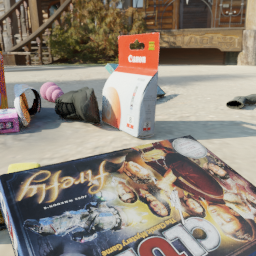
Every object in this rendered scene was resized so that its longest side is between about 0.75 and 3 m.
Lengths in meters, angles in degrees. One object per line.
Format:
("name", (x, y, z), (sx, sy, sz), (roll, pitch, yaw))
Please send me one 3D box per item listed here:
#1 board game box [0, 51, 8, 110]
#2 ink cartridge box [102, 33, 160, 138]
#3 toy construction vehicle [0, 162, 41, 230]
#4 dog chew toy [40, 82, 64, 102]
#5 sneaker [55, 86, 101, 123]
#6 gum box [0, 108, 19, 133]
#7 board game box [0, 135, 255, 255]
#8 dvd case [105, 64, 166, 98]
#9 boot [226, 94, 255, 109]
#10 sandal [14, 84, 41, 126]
("board game box", (-5.869, -1.553, 9.739), (2.178, 2.177, 2.179), (3, 16, 10))
("ink cartridge box", (-0.016, -1.235, 7.774), (0.658, 2.626, 2.130), (-9, 18, -30))
("toy construction vehicle", (-2.177, 1.007, 2.790), (2.747, 0.967, 2.392), (-4, 16, -16))
("dog chew toy", (-3.262, -1.513, 12.306), (0.850, 0.850, 1.365), (-13, 28, -39))
("sneaker", (-1.696, -0.679, 9.136), (1.355, 1.134, 2.986), (-14, 11, -13))
("gum box", (-3.617, -0.210, 8.163), (0.754, 0.440, 1.329), (-7, 18, -22))
("board game box", (0.238, 0.933, 3.020), (2.708, 0.468, 1.834), (-10, 37, -32))
("dvd case", (0.435, -2.137, 12.880), (2.102, 0.317, 2.879), (49, 28, 15))
("boot", (4.674, -1.077, 11.233), (1.235, 0.493, 1.359), (-8, 3, 30))
("sandal", (-3.207, -0.807, 9.208), (0.753, 1.007, 2.628), (-21, 30, -12))
